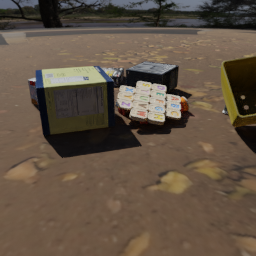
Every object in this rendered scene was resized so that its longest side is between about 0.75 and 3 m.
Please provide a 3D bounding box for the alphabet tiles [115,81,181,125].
[{"bbox_3d":[0.907,-1.149,11.843,2.727,0.203,2.788,12,39,0],"label":"alphabet tiles"}]

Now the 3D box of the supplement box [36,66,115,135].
[{"bbox_3d":[-2.228,-1.277,11.578,2.823,1.897,2.826,-7,26,-15],"label":"supplement box"}]

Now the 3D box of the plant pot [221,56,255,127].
[{"bbox_3d":[4.687,-1.179,10.471,2.255,1.989,2.254,-9,68,2],"label":"plant pot"}]

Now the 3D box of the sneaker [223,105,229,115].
[{"bbox_3d":[4.707,-0.762,12.069,1.255,0.568,0.417,22,34,38],"label":"sneaker"}]

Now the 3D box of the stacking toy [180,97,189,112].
[{"bbox_3d":[2.220,-0.937,12.596,0.938,0.685,0.685,-25,31,-9],"label":"stacking toy"}]

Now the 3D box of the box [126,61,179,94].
[{"bbox_3d":[1.316,-2.681,15.211,2.165,1.334,2.148,15,29,28],"label":"box"}]

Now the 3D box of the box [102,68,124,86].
[{"bbox_3d":[-1.239,-3.207,17.246,1.807,0.551,2.281,3,25,5],"label":"box"}]

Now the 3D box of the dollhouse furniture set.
[{"bbox_3d":[0.469,-0.845,11.968,1.058,0.800,1.966,-15,29,-28],"label":"dollhouse furniture set"}]

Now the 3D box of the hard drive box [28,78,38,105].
[{"bbox_3d":[-4.203,-1.718,13.361,0.929,1.192,0.458,12,28,27],"label":"hard drive box"}]
